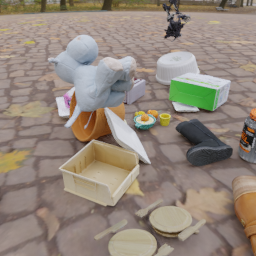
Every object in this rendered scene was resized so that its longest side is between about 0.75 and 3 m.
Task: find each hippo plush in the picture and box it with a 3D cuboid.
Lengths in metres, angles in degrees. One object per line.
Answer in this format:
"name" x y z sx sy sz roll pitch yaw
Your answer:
"hippo plush" -1.055 -1.438 7.805 1.875 2.333 1.858 46 16 18

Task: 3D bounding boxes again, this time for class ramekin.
"ramekin" 2.771 -3.487 16.049 2.495 1.162 2.495 -10 32 6

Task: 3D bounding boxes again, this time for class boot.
"boot" 4.043 2.163 6.595 2.907 1.071 2.249 -2 32 8
"boot" 2.335 0.393 9.927 1.777 0.708 2.156 -1 31 -24

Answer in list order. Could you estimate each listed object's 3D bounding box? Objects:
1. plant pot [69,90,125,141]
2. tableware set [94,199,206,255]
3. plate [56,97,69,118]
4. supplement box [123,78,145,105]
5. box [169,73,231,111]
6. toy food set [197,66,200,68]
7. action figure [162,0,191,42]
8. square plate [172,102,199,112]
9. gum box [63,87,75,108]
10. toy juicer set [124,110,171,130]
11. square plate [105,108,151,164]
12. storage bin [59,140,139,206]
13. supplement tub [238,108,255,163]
"plant pot" -1.098 -0.566 10.597 1.469 2.099 2.099 -1 24 -37
"tableware set" 0.581 2.512 6.457 2.314 0.464 1.530 -17 21 -39
"plate" -2.138 -1.002 12.864 2.140 0.347 2.145 -9 30 -14
"supplement box" -0.688 -2.111 14.331 2.802 0.853 1.525 18 35 28
"box" 3.439 -1.834 13.424 2.259 1.092 1.993 18 28 30
"toy food set" 3.323 -3.223 16.933 1.394 0.405 2.019 19 45 41
"action figure" 2.209 -4.805 12.763 1.096 2.148 1.277 7 -23 -35
"square plate" 2.631 -0.961 12.936 1.052 0.150 1.042 0 25 -3
"gum box" -2.029 -1.543 13.025 1.090 0.635 1.921 15 42 21
"toy juicer set" 0.547 -0.388 11.510 2.174 0.592 1.383 -16 33 -25
"square plate" -0.086 0.274 9.373 0.257 1.805 1.788 -39 40 12
"storage bin" -0.768 1.278 8.280 1.716 0.810 1.728 14 31 24
"supplement tub" 4.295 0.251 9.246 1.016 1.659 1.016 0 29 0
